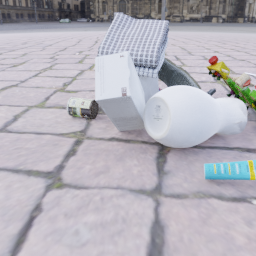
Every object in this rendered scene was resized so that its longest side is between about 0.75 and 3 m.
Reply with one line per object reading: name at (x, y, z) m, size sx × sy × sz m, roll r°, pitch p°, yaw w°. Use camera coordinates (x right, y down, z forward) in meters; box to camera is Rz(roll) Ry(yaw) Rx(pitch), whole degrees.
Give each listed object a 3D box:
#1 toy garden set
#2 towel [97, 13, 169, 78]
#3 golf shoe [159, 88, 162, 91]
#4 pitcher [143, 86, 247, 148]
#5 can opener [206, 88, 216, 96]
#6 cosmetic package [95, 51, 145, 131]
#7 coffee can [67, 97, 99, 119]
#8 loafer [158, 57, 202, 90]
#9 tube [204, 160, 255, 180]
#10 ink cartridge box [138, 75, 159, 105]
toy garden set at (3.773, -1.067, 9.067) m, size 2.411 × 0.577 × 2.893 m, roll 40°, pitch 12°, yaw -29°
towel at (0.250, -2.848, 9.431) m, size 2.055 × 1.062 × 2.481 m, roll 7°, pitch 52°, yaw 13°
golf shoe at (0.827, -1.467, 11.336) m, size 1.068 × 0.879 × 2.333 m, roll -36°, pitch 41°, yaw 17°
pitcher at (1.624, -0.330, 8.032) m, size 2.726 × 1.653 × 2.339 m, roll -3°, pitch 4°, yaw -35°
can opener at (3.274, -1.290, 11.384) m, size 0.298 × 0.377 × 1.133 m, roll -7°, pitch 25°, yaw 43°
cosmetic package at (-0.128, -0.897, 7.825) m, size 0.944 × 1.313 × 2.327 m, roll -7°, pitch -23°, yaw 13°
coffee can at (-1.562, -0.700, 9.736) m, size 0.912 × 0.668 × 0.668 m, roll 7°, pitch 24°, yaw 17°
loafer at (1.849, -1.747, 9.908) m, size 0.905 × 0.978 × 2.600 m, roll -8°, pitch 49°, yaw -35°
tube at (2.315, 0.914, 5.977) m, size 1.338 × 0.337 × 0.518 m, roll -4°, pitch 62°, yaw 14°
ink cartridge box at (-0.037, -1.554, 10.536) m, size 0.891 × 1.511 × 2.625 m, roll -28°, pitch 34°, yaw -30°
